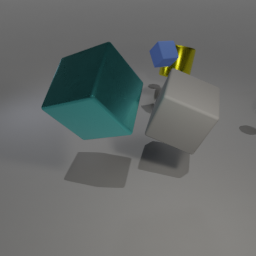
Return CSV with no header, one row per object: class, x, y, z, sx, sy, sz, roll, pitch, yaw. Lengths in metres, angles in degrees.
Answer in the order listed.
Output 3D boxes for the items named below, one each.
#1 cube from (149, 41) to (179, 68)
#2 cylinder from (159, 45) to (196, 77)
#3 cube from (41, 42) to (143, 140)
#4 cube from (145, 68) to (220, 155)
cube,1.321,-2.711,10.297,0.700,0.700,0.700,-11,-11,-26
cylinder,2.208,-2.958,12.624,1.400,1.400,1.400,10,14,-3
cube,-0.698,-0.711,6.024,1.400,1.400,1.400,-7,56,34
cube,1.433,-0.439,7.363,1.400,1.400,1.400,23,43,-1
